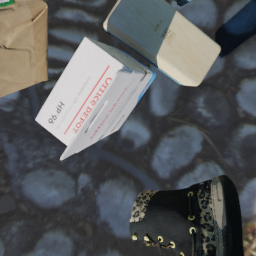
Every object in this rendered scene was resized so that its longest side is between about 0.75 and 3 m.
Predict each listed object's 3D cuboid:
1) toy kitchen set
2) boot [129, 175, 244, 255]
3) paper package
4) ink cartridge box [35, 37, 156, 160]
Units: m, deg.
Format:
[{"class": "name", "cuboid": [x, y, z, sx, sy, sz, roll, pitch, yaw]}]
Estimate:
[{"class": "toy kitchen set", "cuboid": [0.837, -2.306, 4.820, 1.603, 2.180, 2.721, 32, 91, -17]}, {"class": "boot", "cuboid": [0.736, 1.726, 3.923, 1.578, 0.754, 2.089, -16, 47, 37]}, {"class": "paper package", "cuboid": [-2.419, -2.016, 4.237, 1.382, 2.546, 2.671, -27, 85, -20]}, {"class": "ink cartridge box", "cuboid": [-0.377, -0.444, 3.707, 0.699, 2.062, 1.196, 37, 106, 6]}]
